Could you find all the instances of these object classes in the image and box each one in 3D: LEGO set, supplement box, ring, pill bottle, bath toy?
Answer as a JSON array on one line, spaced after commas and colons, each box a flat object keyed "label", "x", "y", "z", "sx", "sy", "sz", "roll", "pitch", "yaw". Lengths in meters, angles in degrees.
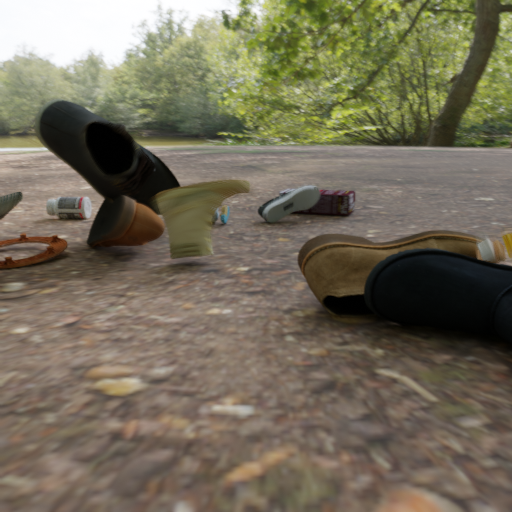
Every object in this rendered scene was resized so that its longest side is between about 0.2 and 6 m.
[{"label": "LEGO set", "x": 3.513, "y": -0.460, "z": 6.727, "sx": 0.671, "sy": 1.802, "sz": 0.829, "roll": 12, "pitch": 25, "yaw": -39}, {"label": "supplement box", "x": 1.543, "y": -1.369, "z": 14.157, "sx": 1.779, "sy": 0.542, "sz": 0.968, "roll": 4, "pitch": 14, "yaw": 18}, {"label": "ring", "x": -4.116, "y": -0.121, "z": 9.618, "sx": 1.679, "sy": 0.161, "sz": 1.679, "roll": -3, "pitch": 18, "yaw": 1}, {"label": "pill bottle", "x": -4.439, "y": -1.136, "z": 13.263, "sx": 0.944, "sy": 0.522, "sz": 0.522, "roll": 1, "pitch": 14, "yaw": 3}, {"label": "bath toy", "x": -1.329, "y": -0.950, "z": 12.642, "sx": 1.405, "sy": 0.611, "sz": 0.519, "roll": 3, "pitch": 50, "yaw": 13}]

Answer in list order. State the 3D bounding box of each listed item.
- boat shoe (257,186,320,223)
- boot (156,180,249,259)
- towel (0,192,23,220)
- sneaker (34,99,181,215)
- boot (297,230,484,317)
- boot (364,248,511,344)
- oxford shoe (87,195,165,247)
[{"label": "boat shoe", "x": 0.754, "y": -1.266, "z": 13.028, "sx": 1.602, "sy": 0.550, "sz": 0.454, "roll": -26, "pitch": 34, "yaw": -24}, {"label": "boot", "x": -0.773, "y": -0.610, "z": 9.202, "sx": 1.528, "sy": 1.188, "sz": 0.556, "roll": -12, "pitch": 6, "yaw": -11}, {"label": "towel", "x": -4.377, "y": -0.308, "z": 8.167, "sx": 1.622, "sy": 0.291, "sz": 1.685, "roll": -22, "pitch": 11, "yaw": 41}, {"label": "sneaker", "x": -2.294, "y": -1.460, "z": 10.170, "sx": 1.772, "sy": 1.247, "sz": 3.335, "roll": 29, "pitch": -3, "yaw": 43}, {"label": "boot", "x": 1.959, "y": 0.319, "z": 7.191, "sx": 2.743, "sy": 1.010, "sz": 1.035, "roll": -2, "pitch": 40, "yaw": -14}, {"label": "boot", "x": 2.489, "y": 0.544, "z": 5.628, "sx": 2.348, "sy": 0.897, "sz": 1.973, "roll": 5, "pitch": 9, "yaw": -8}, {"label": "oxford shoe", "x": -2.415, "y": -0.491, "z": 10.152, "sx": 0.963, "sy": 0.964, "sz": 2.702, "roll": 22, "pitch": -6, "yaw": -28}]
